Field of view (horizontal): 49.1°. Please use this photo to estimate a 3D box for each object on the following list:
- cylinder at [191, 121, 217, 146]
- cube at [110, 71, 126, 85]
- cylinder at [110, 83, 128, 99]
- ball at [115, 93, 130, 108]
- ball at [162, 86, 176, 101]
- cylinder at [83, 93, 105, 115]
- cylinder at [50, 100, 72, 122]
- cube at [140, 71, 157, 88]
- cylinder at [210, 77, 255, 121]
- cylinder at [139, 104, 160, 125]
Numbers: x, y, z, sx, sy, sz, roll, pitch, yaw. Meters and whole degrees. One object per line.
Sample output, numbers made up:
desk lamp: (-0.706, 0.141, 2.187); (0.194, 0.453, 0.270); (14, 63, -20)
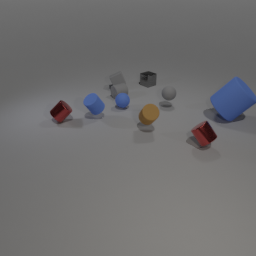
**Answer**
cylinder: (2.786, 0.200, 10.261); (0.700, 0.700, 0.700); (-34, 2, 2)
cube: (-0.571, -2.682, 15.630); (0.700, 0.700, 0.700); (-24, 20, 5)
cylinder: (-0.453, -1.934, 14.633); (0.700, 0.700, 0.700); (-18, 34, -29)
ball: (-0.259, -1.323, 13.386); (0.700, 0.700, 0.700); (0, 29, 0)
ball: (1.952, -1.657, 13.325); (0.700, 0.700, 0.700); (0, 29, 0)
cylinder: (-1.476, -1.046, 12.231); (0.700, 0.700, 0.700); (-16, 51, 20)
cylinder: (-2.901, -0.727, 12.154); (0.700, 0.700, 0.700); (-43, 30, 10)
cube: (1.173, -2.836, 16.284); (0.700, 0.700, 0.700); (-22, 36, -34)
cylinder: (4.552, -1.245, 12.098); (1.400, 1.400, 1.400); (31, 34, -25)
cylinder: (0.834, -0.539, 11.227); (0.700, 0.700, 0.700); (-7, -13, -13)
